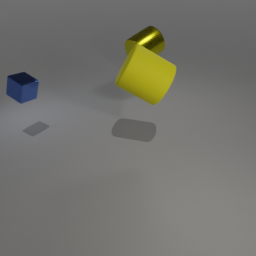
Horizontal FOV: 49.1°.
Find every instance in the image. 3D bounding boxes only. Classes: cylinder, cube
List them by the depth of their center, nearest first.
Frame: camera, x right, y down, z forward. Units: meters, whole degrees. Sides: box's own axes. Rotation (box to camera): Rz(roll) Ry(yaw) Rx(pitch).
[{"bbox_3d":[0.526,-1.628,8.623,1.400,1.400,1.400,27,28,-12],"label":"cylinder"},{"bbox_3d":[-3.458,-1.328,9.185,0.700,0.700,0.700,31,34,17],"label":"cube"},{"bbox_3d":[0.796,-3.886,13.305,1.400,1.400,1.400,-39,44,-21],"label":"cylinder"}]
